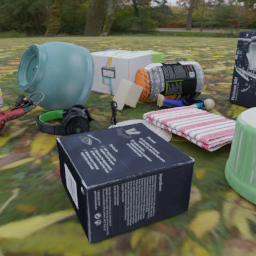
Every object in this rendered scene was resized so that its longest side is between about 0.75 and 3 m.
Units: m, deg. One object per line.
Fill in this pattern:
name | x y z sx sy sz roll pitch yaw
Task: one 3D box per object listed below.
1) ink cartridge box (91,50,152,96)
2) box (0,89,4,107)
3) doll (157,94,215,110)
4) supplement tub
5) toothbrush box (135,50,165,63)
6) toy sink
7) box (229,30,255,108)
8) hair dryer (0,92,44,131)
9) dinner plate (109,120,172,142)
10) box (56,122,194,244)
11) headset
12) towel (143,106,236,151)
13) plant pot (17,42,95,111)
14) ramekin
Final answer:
ink cartridge box | -0.327 -2.455 12.396 2.312 1.688 1.696 16 28 35
box | -5.564 -1.165 10.584 1.236 0.680 1.406 -17 26 -35
doll | 2.126 -0.877 10.108 2.028 0.491 1.383 5 12 -5
supplement tub | 1.614 -1.845 11.161 2.467 1.512 1.512 -6 23 -16
toothbrush box | 0.777 -4.180 17.533 2.506 1.079 1.824 -11 24 -22
toy sink | -0.030 -1.164 10.499 0.620 1.107 0.722 21 6 -38
box | 5.348 -2.004 9.945 1.671 2.696 2.650 -16 27 -34
hair dryer | -3.429 -0.355 7.811 1.596 0.569 2.095 1 47 51
dinner plate | 0.289 0.091 8.120 1.974 0.239 1.974 0 24 0
box | -0.133 0.816 5.091 1.873 1.100 1.842 -11 25 -23
headset | -1.440 -0.324 7.977 2.273 1.068 1.404 2 22 -5
towel | 1.934 -0.064 8.002 1.960 0.401 2.678 -9 23 -32
plant pot | -2.450 -1.680 8.898 1.634 2.438 2.438 14 7 -45
ramekin | 3.367 0.458 5.463 2.726 1.332 2.726 -2 19 1
